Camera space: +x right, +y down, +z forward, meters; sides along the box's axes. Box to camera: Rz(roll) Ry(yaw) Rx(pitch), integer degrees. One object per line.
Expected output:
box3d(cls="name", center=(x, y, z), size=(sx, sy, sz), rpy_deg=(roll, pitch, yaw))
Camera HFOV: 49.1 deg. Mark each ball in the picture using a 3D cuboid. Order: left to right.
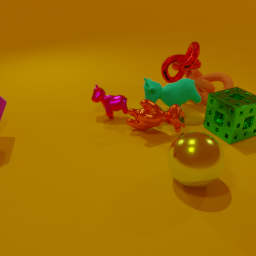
box3d(cls="ball", center=(1.406, 0.659, 5.842), size=(1.161, 1.161, 1.161), rpy_deg=(0, 30, 0))

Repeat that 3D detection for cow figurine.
box3d(cls="cow figurine", center=(-0.544, -0.857, 8.458), size=(1.085, 1.068, 0.596), rpy_deg=(-13, -2, 3))
box3d(cls="cow figurine", center=(0.814, -0.268, 7.684), size=(1.356, 1.378, 0.756), rpy_deg=(21, 63, -26))
box3d(cls="cow figurine", center=(1.262, -1.108, 8.404), size=(1.533, 1.508, 0.841), rpy_deg=(-33, 26, 15))

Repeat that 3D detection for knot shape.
box3d(cls="knot shape", center=(1.833, -2.083, 9.104), size=(0.694, 1.501, 1.405), rpy_deg=(57, 26, 11))
box3d(cls="knot shape", center=(2.532, -1.554, 9.778), size=(1.987, 0.918, 1.860), rpy_deg=(4, 32, 4))

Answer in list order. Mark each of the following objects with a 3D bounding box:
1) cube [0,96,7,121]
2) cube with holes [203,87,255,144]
box3d(cls="cube", center=(-3.924, -0.433, 6.907), size=(1.162, 1.162, 1.162), rpy_deg=(13, -14, 0))
box3d(cls="cube with holes", center=(2.894, -0.377, 7.683), size=(1.057, 1.057, 1.057), rpy_deg=(-15, 34, -23))
